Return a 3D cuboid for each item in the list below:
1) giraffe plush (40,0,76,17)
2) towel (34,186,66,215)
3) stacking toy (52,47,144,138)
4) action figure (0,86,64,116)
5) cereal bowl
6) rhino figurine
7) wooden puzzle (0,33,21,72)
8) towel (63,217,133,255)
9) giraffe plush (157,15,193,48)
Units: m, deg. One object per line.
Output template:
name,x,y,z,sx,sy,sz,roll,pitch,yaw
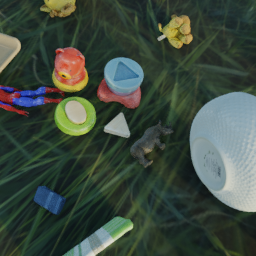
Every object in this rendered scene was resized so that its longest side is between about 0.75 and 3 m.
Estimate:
giraffe plush,-2.362,-5.164,10.125,2.673,2.306,2.167,38,78,-21
towel,-2.081,1.908,7.434,0.867,0.210,0.484,22,86,23
stacking toy,-0.894,-1.117,8.153,2.808,1.186,2.542,6,62,-8
action figure,-3.295,-0.889,8.613,2.584,0.668,0.845,1,60,-7
cereal bowl,2.334,0.652,6.587,1.183,2.842,2.842,-15,65,-17
rhino figurine,0.740,0.355,8.122,0.729,0.499,1.668,38,69,16
wooden puzzle,-5.112,-2.022,9.115,2.552,0.514,2.758,22,71,21
towel,-1.033,2.874,6.201,2.537,1.893,0.389,-32,84,-16
giraffe plush,1.771,-3.502,9.796,1.271,1.097,1.031,8,47,43
